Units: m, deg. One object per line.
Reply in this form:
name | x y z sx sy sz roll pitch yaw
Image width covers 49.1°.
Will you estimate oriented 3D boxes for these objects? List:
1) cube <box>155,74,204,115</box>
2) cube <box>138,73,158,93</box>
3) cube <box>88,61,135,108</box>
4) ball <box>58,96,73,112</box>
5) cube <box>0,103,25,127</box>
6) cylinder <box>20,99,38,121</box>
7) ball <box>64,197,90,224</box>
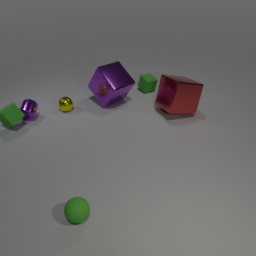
cube | 2.256 -1.499 12.520 1.400 1.400 1.400 0 23 -26
cube | 1.029 -2.371 14.754 0.700 0.700 0.700 -13 47 -30
cube | -0.797 -2.072 13.267 1.400 1.400 1.400 -28 76 -40
ball | -2.882 -1.111 12.961 0.700 0.700 0.700 0 32 0
cube | -4.854 -0.528 11.522 0.700 0.700 0.700 -7 36 44
cylinder | -4.365 -0.788 12.270 0.700 0.700 0.700 1 50 2
ball | -1.382 2.226 7.607 0.700 0.700 0.700 0 32 0
